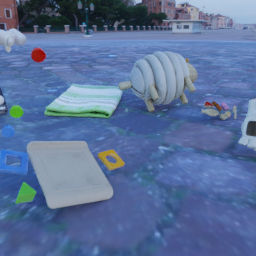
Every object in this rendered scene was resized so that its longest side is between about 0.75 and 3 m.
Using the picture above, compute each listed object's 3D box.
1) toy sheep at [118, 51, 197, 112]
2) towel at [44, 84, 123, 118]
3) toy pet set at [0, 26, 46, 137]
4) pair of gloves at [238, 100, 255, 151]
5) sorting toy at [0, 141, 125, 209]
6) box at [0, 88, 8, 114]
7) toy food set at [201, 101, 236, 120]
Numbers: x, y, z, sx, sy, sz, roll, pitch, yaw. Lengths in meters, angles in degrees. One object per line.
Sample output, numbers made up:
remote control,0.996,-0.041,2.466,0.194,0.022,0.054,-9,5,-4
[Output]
toy sheep,0.989,-1.529,8.888,2.667,1.839,1.839,-11,23,-19
towel,-1.354,-0.995,9.474,2.105,0.433,2.821,1,21,5
toy pet set,-2.184,-0.841,4.044,1.477,1.581,0.840,15,30,-35
pair of gloves,3.153,0.001,5.629,1.605,0.281,1.365,14,60,26
sorting toy,-0.943,0.726,4.493,2.143,0.292,1.207,1,42,-39
box,-4.311,-0.813,8.269,1.205,0.971,0.296,-13,-17,-39
toy food set,2.624,-0.529,8.148,1.013,0.159,0.644,14,58,1
